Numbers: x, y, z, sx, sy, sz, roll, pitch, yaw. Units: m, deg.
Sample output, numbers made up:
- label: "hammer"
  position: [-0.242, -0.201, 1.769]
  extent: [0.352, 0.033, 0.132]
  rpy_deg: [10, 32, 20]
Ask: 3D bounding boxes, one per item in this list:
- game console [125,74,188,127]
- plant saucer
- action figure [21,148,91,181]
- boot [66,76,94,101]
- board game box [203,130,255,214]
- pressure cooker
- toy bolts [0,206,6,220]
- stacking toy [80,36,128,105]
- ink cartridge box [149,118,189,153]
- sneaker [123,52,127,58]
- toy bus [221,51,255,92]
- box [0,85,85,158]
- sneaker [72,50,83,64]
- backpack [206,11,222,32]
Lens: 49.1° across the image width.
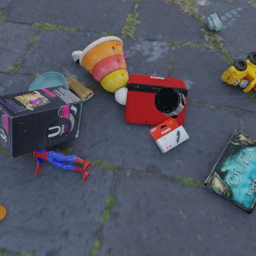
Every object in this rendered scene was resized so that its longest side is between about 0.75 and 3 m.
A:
- label: "game console"
  position: [1.151, -1.198, 11.771]
  extent: [2.433, 1.444, 2.096]
  rpy_deg: [6, 28, -1]
- label: "plant saucer"
  position: [-3.278, -1.416, 11.635]
  extent: [1.892, 0.340, 1.892]
  rpy_deg: [-6, 71, 16]
- label: "action figure"
  position: [-2.788, 1.242, 9.846]
  extent: [2.679, 0.874, 1.326]
  rpy_deg: [22, 35, 13]
- label: "boot"
  position: [-2.295, -1.582, 11.952]
  extent: [1.129, 0.426, 1.289]
  rpy_deg: [-40, 68, -21]
- label: "board game box"
  position: [4.133, 1.480, 10.131]
  extent: [1.801, 0.375, 2.662]
  rpy_deg: [31, 64, 17]
- label: "pressure cooker"
  position: [1.154, -0.710, 7.636]
  extent: [0.753, 0.843, 0.742]
  rpy_deg: [32, 96, 24]
- label: "toy bolts"
  position: [-4.726, 3.017, 9.190]
  extent: [1.080, 0.784, 1.131]
  rpy_deg: [30, 42, -29]
- label: "stacking toy"
  position: [-0.613, -2.221, 11.841]
  extent: [2.025, 2.025, 2.772]
  rpy_deg: [-26, 81, -15]
- label: "ink cartridge box"
  position: [1.590, 0.232, 10.786]
  extent: [1.196, 0.260, 1.038]
  rpy_deg: [-29, 82, -16]
- label: "sneaker"
  position: [-0.481, -3.606, 13.163]
  extent: [0.964, 0.426, 0.388]
  rpy_deg: [30, 62, 15]
- label: "toy bus"
  position: [5.204, -2.133, 11.958]
  extent: [1.801, 1.222, 1.729]
  rpy_deg: [-26, 78, -12]
- label: "box"
  position: [-3.078, -0.317, 9.797]
  extent: [2.687, 1.642, 1.425]
  rpy_deg: [-19, 45, -41]
- label: "sneaker"
  position: [-1.822, -3.276, 12.949]
  extent: [1.496, 0.553, 0.593]
  rpy_deg: [-10, 69, 1]
- label: "backpack"
  position: [4.328, -5.251, 13.974]
  extent: [0.639, 0.753, 0.848]
  rpy_deg: [-33, 67, 8]
